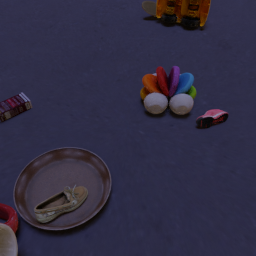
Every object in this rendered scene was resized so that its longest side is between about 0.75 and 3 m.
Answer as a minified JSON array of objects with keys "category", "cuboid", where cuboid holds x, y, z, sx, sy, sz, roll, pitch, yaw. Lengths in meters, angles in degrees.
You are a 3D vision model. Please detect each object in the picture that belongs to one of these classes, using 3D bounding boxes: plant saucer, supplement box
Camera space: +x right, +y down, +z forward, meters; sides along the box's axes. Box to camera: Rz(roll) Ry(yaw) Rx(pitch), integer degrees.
[{"category":"plant saucer","cuboid":[-1.358,1.265,5.986,2.017,0.324,2.017,-1,46,1]},{"category":"supplement box","cuboid":[-3.237,-0.590,7.837,0.933,0.284,0.508,-31,54,-28]}]

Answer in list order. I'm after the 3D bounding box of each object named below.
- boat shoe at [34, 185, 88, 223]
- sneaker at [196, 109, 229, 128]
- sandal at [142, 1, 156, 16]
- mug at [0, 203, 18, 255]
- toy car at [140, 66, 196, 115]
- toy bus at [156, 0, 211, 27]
[{"category":"boat shoe","cuboid":[-1.311,1.473,5.621,1.140,0.357,0.418,-28,47,-31]},{"category":"sneaker","cuboid":[2.197,-0.280,7.553,0.990,0.365,0.429,-12,36,-20]},{"category":"sandal","cuboid":[1.291,-5.017,12.152,1.614,0.531,0.592,6,86,-14]},{"category":"mug","cuboid":[-3.272,2.095,4.599,2.542,2.256,1.696,9,83,14]},{"category":"toy car","cuboid":[1.136,-1.170,7.781,1.577,1.182,1.380,2,45,2]},{"category":"toy bus","cuboid":[2.410,-5.236,11.748,2.105,1.428,2.021,14,34,13]}]
